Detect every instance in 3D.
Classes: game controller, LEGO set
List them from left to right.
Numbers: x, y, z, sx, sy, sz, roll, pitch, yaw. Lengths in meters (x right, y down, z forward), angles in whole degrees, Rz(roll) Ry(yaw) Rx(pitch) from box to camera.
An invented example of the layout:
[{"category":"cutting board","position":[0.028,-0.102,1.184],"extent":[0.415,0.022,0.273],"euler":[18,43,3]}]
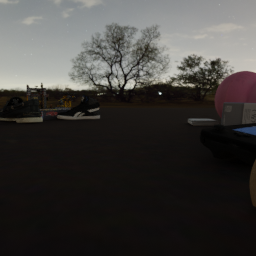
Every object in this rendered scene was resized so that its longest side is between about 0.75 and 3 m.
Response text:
[{"category":"LEGO set","position":[-3.939,-1.356,13.608],"extent":[2.795,1.620,2.150],"euler":[-2,5,-20]},{"category":"game controller","position":[1.795,0.130,3.387],"extent":[1.987,0.419,1.037],"euler":[-5,7,-39]}]

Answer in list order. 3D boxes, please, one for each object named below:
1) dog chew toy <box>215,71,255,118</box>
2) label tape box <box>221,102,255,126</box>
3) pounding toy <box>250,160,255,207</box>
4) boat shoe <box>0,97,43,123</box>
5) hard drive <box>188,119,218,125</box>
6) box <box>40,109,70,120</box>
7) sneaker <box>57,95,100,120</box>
[{"category":"dog chew toy","position":[3.340,-0.624,6.844],"extent":[1.484,1.484,2.383],"euler":[-3,14,-33]},{"category":"label tape box","position":[2.896,-0.132,5.142],"extent":[1.328,0.613,1.853],"euler":[1,8,-33]},{"category":"pounding toy","position":[1.463,0.064,1.676],"extent":[1.467,0.839,0.841],"euler":[0,5,-1]},{"category":"boat shoe","position":[-3.876,-0.667,9.873],"extent":[0.998,0.886,2.672],"euler":[-4,6,-40]},{"category":"hard drive","position":[2.299,-0.191,8.703],"extent":[0.750,0.149,1.137],"euler":[0,4,6]},{"category":"box","position":[-3.333,-0.588,11.811],"extent":[1.456,0.402,2.133],"euler":[3,6,37]},{"category":"sneaker","position":[-1.998,-0.848,11.340],"extent":[1.784,0.998,0.652],"euler":[-3,6,-30]}]
